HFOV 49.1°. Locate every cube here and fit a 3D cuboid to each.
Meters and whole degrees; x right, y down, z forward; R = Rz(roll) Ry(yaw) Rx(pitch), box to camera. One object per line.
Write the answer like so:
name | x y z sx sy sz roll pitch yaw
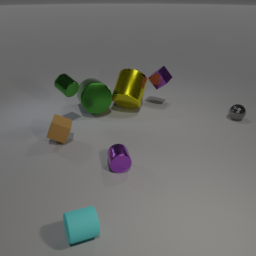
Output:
cube | -2.535 0.023 10.398 0.700 0.700 0.700 20 25 -16
cube | 1.523 -2.366 13.198 0.700 0.700 0.700 -27 16 47

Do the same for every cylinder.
cylinder | 0.070 -1.804 13.052 1.400 1.400 1.400 9 69 17
cylinder | -1.084 2.234 6.487 0.700 0.700 0.700 -9 29 -22
cylinder | -0.285 0.972 9.033 0.700 0.700 0.700 -5 28 -9
cylinder | -1.555 -1.485 12.811 1.400 1.400 1.400 -8 20 -15
cylinder | -2.426 -1.684 11.086 0.700 0.700 0.700 38 42 22

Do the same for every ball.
ball | 4.786 -0.694 12.250 0.700 0.700 0.700 0 27 0
